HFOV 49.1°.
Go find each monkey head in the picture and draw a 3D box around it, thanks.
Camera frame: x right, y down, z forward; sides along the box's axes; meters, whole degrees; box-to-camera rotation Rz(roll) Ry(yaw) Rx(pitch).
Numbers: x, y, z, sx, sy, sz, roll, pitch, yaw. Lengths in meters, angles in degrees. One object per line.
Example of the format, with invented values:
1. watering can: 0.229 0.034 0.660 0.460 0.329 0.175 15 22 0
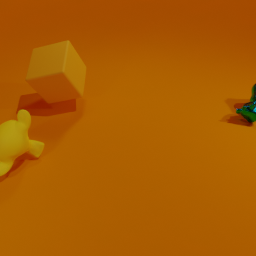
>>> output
1. monkey head: -2.582 0.380 6.639 1.156 1.607 0.968 24 -4 -17

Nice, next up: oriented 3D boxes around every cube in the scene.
1. cube: -2.131 -1.664 8.525 1.247 1.247 1.247 -8 59 16

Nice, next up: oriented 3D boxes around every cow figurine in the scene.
1. cow figurine: 3.902 -0.825 8.449 1.373 0.766 1.395 9 71 -19
